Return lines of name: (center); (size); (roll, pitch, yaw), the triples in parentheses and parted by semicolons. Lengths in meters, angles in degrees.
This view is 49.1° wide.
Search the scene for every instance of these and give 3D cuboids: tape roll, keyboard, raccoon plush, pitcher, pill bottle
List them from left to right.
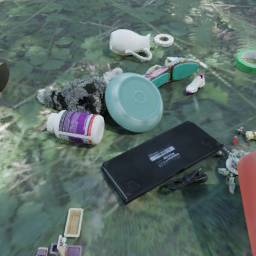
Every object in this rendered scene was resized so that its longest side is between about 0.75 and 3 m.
pill bottle: (-1.397, -0.037, 7.517); (1.412, 0.794, 0.794); (10, 48, 9)
raccoon plush: (-1.253, -1.278, 8.485); (2.618, 1.267, 1.754); (21, 43, 19)
pitcher: (0.124, -3.002, 10.316); (1.487, 0.901, 1.275); (1, 56, -14)
tape roll: (1.433, -3.510, 11.210); (0.772, 0.141, 0.772); (0, 47, 0)
keyboard: (1.020, 0.903, 6.960); (2.985, 0.383, 1.792); (-25, 46, -21)
tape roll: (4.488, -2.395, 10.078); (1.171, 0.282, 1.171); (0, 46, 0)

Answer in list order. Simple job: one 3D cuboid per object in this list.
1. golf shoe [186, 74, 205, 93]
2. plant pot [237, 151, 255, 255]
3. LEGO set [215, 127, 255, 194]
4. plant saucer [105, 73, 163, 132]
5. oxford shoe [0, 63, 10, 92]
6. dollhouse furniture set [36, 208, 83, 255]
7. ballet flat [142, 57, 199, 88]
golf shoe: (2.164, -1.440, 9.048); (0.342, 0.416, 0.909); (25, 46, 34)
plant pot: (3.188, 1.676, 4.835); (2.458, 2.458, 2.175); (8, 67, 7)
LEGO set: (2.925, 0.645, 7.016); (1.375, 0.600, 2.117); (8, 48, 8)
plant saucer: (0.273, -0.802, 7.900); (1.850, 0.332, 1.850); (9, 68, -24)
oxford shoe: (-4.506, -1.331, 8.770); (0.791, 0.792, 2.220); (8, 49, 14)
dollhouse furniture set: (-1.349, 2.014, 5.617); (0.865, 0.775, 1.092); (2, 47, 2)
ballet flat: (1.269, -1.883, 9.286); (2.272, 0.785, 0.809); (-26, 55, -18)
